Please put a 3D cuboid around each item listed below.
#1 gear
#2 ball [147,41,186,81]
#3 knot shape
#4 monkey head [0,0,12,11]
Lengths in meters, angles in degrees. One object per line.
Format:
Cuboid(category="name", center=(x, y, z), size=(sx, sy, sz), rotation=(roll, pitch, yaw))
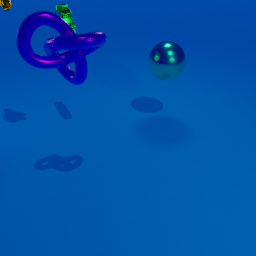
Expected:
Cuboid(category="gear", center=(-1.453, -2.299, 6.643), size=(0.218, 1.176, 1.176), rotation=(-18, 36, -17))
Cuboid(category="ball", center=(1.099, -1.899, 7.948), size=(1.090, 1.090, 1.090), rotation=(0, 32, 0))
Cuboid(category="knot shape", center=(-0.899, -1.055, 3.999), size=(1.176, 1.100, 0.543), rotation=(3, 63, -4))
Cuboid(category="monkey head", center=(-2.605, -2.815, 5.285), size=(0.805, 1.119, 0.674), rotation=(-42, 4, -3))
